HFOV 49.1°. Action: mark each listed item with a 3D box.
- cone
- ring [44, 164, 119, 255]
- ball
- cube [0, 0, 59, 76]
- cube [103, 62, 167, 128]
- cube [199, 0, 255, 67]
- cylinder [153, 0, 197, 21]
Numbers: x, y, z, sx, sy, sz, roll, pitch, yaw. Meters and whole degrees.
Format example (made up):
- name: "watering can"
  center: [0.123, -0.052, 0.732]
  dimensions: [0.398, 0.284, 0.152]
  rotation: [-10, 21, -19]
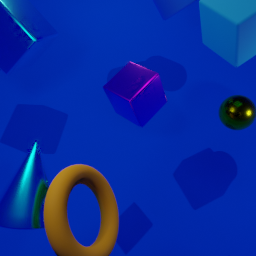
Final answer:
- name: "cone"
  center: [-1.674, 0.881, 4.870]
  dimensions: [1.310, 1.310, 1.315]
  rotation: [7, 89, 4]
- name: "ring"
  center: [-0.683, 1.389, 4.520]
  dimensions: [0.326, 1.629, 1.629]
  rotation: [-19, 57, 28]
- name: "ball"
  center: [2.834, -0.399, 7.273]
  dimensions: [0.927, 0.927, 0.927]
  rotation: [0, 61, 0]
- name: "cube"
  center: [-2.924, -2.425, 7.317]
  dimensions: [1.338, 1.338, 1.338]
  rotation: [47, 26, -11]
- name: "cube"
  center: [0.146, -0.627, 5.246]
  dimensions: [0.766, 0.766, 0.766]
  rotation: [32, 70, 37]
- name: "cube"
  center: [2.270, -2.177, 5.695]
  dimensions: [1.120, 1.120, 1.120]
  rotation: [-34, 54, -4]
- name: "cylinder"
  center: [1.348, -4.170, 8.582]
  dimensions: [1.230, 1.230, 1.230]
  rotation: [-37, 105, -18]
